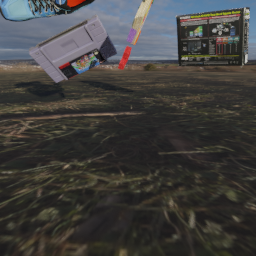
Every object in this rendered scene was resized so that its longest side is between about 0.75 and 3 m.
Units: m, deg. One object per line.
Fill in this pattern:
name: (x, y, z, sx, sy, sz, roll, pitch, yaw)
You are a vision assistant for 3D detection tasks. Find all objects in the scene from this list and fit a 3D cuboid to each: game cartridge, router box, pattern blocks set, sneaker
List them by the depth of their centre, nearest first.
pattern blocks set: (0.333, -2.673, 6.535, 0.186, 2.017, 2.295, 23, 57, -2)
sneaker: (-1.842, -3.147, 6.700, 2.456, 0.962, 1.104, -25, 41, -17)
game cartridge: (-1.635, -2.343, 8.668, 2.310, 1.497, 0.443, -23, 50, 11)
router box: (2.865, -3.067, 9.614, 2.355, 1.765, 0.732, 9, 26, 34)
